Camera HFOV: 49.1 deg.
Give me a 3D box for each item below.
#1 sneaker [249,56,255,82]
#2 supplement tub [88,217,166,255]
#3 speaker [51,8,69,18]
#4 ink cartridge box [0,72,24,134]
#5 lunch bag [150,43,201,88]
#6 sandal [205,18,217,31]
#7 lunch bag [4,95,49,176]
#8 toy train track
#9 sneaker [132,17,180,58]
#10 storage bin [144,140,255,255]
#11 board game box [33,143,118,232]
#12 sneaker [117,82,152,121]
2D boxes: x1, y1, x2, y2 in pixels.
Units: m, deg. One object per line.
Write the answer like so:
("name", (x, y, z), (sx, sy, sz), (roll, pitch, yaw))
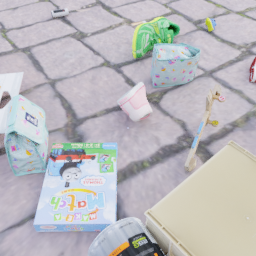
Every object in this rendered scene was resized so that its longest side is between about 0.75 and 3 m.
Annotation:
("sneaker", (4.804, -2.035, 9.949), (0.804, 0.546, 1.392), (20, 60, 8))
("supplement tub", (0.244, 2.637, 4.744), (1.202, 1.202, 1.963), (-25, 50, -23))
("speaker", (-3.263, -5.517, 13.445), (0.802, 0.326, 0.326), (-17, 48, -17))
("ink cartridge box", (-4.494, -0.559, 8.322), (2.514, 0.631, 2.897), (-4, 45, -5))
("lunch bag", (1.584, -2.094, 9.350), (1.529, 1.302, 0.932), (-4, 53, -4))
("sandal", (3.781, -4.656, 12.566), (0.431, 0.393, 0.990), (4, 47, -2))
("lunch bag", (-2.520, 0.160, 6.907), (0.983, 1.612, 1.374), (-7, 45, -6))
("toy train track", (2.119, -0.024, 7.407), (0.422, 1.488, 2.595), (18, 67, 22))
("sneaker", (1.134, -3.633, 11.044), (1.216, 1.078, 2.910), (23, 49, 26))
("storage bin", (2.114, 1.996, 5.350), (2.722, 1.276, 2.703), (-31, 54, -28))
("board game box", (-1.108, 1.298, 6.624), (1.701, 0.411, 2.248), (0, 46, -1))
("sneaker", (0.310, -0.752, 8.512), (0.967, 0.697, 1.851), (50, 24, -8))
